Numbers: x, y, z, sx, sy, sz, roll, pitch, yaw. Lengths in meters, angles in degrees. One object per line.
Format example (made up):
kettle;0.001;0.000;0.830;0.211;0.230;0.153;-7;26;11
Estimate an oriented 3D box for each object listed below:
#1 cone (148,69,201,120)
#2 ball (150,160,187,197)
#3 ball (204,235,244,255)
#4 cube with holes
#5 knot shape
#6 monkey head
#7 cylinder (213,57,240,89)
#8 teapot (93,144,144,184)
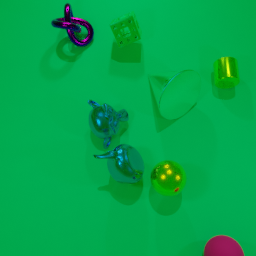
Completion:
cone;1.125;-1.369;8.855;1.636;1.636;1.642;-36;48;-12
ball;1.080;1.341;7.503;0.965;0.965;0.965;0;70;0
ball;2.393;3.195;7.003;0.966;0.966;0.966;0;70;0
cube with holes;-0.048;-3.272;9.273;0.785;0.785;0.785;-17;29;16
knot shape;-1.921;-3.452;9.389;0.690;1.397;1.493;-35;89;32
monkey head;-0.601;-0.225;8.422;1.137;0.952;1.580;-18;88;-49
cylinder;3.160;-1.769;9.013;0.762;0.762;0.762;1;70;0
teapot;-0.157;0.999;7.613;0.872;1.780;1.107;-29;46;26
